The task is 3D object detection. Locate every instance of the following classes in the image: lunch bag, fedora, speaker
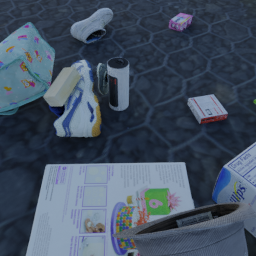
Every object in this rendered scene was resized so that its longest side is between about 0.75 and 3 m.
[{"bbox_3d":[-3.416,-1.533,8.008,2.405,1.467,2.049,-25,43,15],"label":"lunch bag"},{"bbox_3d":[0.859,1.630,3.723,2.026,1.792,0.915,1,70,-47],"label":"fedora"},{"bbox_3d":[-0.258,-1.194,7.722,0.586,1.444,0.586,1,45,-1],"label":"speaker"}]

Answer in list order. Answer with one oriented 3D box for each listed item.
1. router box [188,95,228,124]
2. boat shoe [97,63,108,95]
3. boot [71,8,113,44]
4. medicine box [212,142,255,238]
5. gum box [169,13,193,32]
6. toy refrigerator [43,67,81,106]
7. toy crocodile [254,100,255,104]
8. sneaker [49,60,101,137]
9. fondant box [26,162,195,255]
[{"bbox_3d":[2.238,-0.550,7.939,0.802,0.218,0.893,-9,45,-9],"label":"router box"},{"bbox_3d":[-0.642,-1.346,7.979,0.333,1.079,0.393,13,51,14],"label":"boat shoe"},{"bbox_3d":[-1.177,-4.017,11.196,2.124,0.781,1.015,-39,63,-23],"label":"boot"},{"bbox_3d":[3.256,1.268,5.393,2.095,1.184,2.300,-28,50,-25],"label":"medicine box"},{"bbox_3d":[2.222,-4.462,11.825,0.597,0.348,1.052,26,50,24],"label":"gum box"},{"bbox_3d":[-1.621,-1.032,7.022,0.407,0.375,1.071,1,51,30],"label":"toy refrigerator"},{"bbox_3d":[4.259,-0.265,7.452,0.678,0.620,2.009,-25,45,-23],"label":"toy crocodile"},{"bbox_3d":[-1.538,-0.934,7.657,1.258,1.074,2.854,-6,45,-12],"label":"sneaker"},{"bbox_3d":[-0.224,1.689,5.226,2.844,0.828,2.051,-1,45,0],"label":"fondant box"}]
